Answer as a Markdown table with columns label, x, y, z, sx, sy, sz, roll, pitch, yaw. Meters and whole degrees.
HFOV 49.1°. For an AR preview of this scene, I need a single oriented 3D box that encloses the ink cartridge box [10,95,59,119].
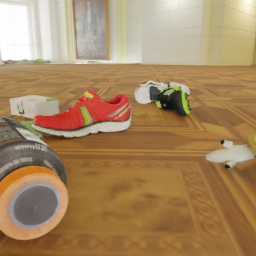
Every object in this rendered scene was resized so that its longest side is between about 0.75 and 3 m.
| label | x | y | z | sx | sy | sz | roll | pitch | yaw |
| --- | --- | --- | --- | --- | --- | --- | --- | --- | --- |
| ink cartridge box | -3.374 | -0.776 | 10.110 | 1.436 | 0.603 | 1.040 | 10 | 19 | 32 |

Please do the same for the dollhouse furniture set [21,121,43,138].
| label | x | y | z | sx | sy | sz | roll | pitch | yaw |
| --- | --- | --- | --- | --- | --- | --- | --- | --- | --- |
| dollhouse furniture set | -3.415 | -0.181 | 7.639 | 2.128 | 0.821 | 1.063 | -5 | 17 | -17 |

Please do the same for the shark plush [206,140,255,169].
| label | x | y | z | sx | sy | sz | roll | pitch | yaw |
| --- | --- | --- | --- | --- | --- | --- | --- | --- | --- |
| shark plush | 2.210 | 0.486 | 5.634 | 1.225 | 0.557 | 0.510 | -12 | -17 | -14 |

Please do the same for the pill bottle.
| label | x | y | z | sx | sy | sz | roll | pitch | yaw |
| --- | --- | --- | --- | --- | --- | --- | --- | --- | --- |
| pill bottle | -1.664 | 0.633 | 4.042 | 1.225 | 1.225 | 2.306 | -10 | 19 | -32 |

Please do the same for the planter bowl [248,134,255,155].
| label | x | y | z | sx | sy | sz | roll | pitch | yaw |
| --- | --- | --- | --- | --- | --- | --- | --- | --- | --- |
| planter bowl | 2.991 | 0.629 | 5.033 | 1.640 | 0.683 | 1.640 | 2 | 18 | -1 |

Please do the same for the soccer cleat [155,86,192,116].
| label | x | y | z | sx | sy | sz | roll | pitch | yaw |
| --- | --- | --- | --- | --- | --- | --- | --- | --- | --- |
| soccer cleat | 1.660 | -0.966 | 10.569 | 1.148 | 0.956 | 2.833 | -18 | 15 | 7 |

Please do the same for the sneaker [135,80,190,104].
| label | x | y | z | sx | sy | sz | roll | pitch | yaw |
| --- | --- | --- | --- | --- | --- | --- | --- | --- | --- |
| sneaker | 1.468 | -1.726 | 12.759 | 2.403 | 0.959 | 1.564 | -10 | 25 | 1 |

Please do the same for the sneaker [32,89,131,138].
| label | x | y | z | sx | sy | sz | roll | pitch | yaw |
| --- | --- | --- | --- | --- | --- | --- | --- | --- | --- |
| sneaker | -1.268 | -0.486 | 7.953 | 2.890 | 1.227 | 1.113 | -8 | 18 | -27 |
